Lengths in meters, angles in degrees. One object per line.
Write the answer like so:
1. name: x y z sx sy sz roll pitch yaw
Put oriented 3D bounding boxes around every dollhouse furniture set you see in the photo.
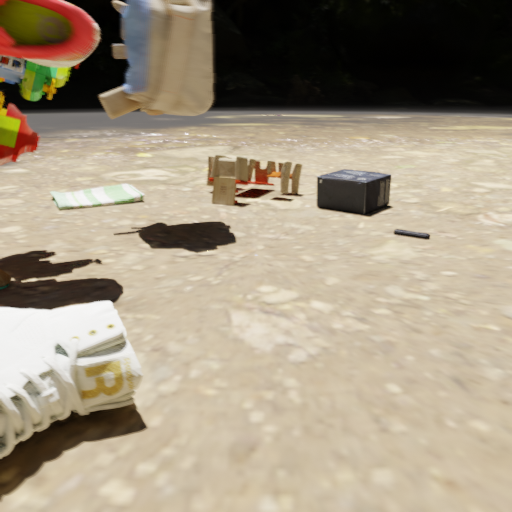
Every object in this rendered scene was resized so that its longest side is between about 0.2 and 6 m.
1. dollhouse furniture set: -0.248 -1.623 12.237 1.961 1.010 1.939 9 8 26

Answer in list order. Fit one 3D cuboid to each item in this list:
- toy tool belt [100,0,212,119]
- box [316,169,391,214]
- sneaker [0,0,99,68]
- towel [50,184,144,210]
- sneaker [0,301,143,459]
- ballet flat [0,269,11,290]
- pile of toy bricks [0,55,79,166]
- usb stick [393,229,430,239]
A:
1. toy tool belt: -1.667 -3.766 9.079 1.850 3.011 1.880 -1 10 -5
2. box: 1.953 -1.311 11.219 1.101 0.657 1.119 13 22 36
3. sneaker: -3.110 -2.711 6.252 2.629 1.012 1.116 -3 16 -20
4. towel: -3.358 -1.264 11.846 1.750 0.205 1.335 -8 20 -25
5. sneaker: -1.544 0.884 3.788 1.480 0.944 2.561 -5 17 -6
6. ballet flat: -3.820 0.079 6.933 1.596 0.577 0.541 4 14 13
7. pile of toy bricks: -3.108 -2.749 7.548 1.435 2.908 1.613 12 -20 -24
8. usb stick: 2.537 -0.357 9.144 0.581 0.095 0.161 11 14 32
